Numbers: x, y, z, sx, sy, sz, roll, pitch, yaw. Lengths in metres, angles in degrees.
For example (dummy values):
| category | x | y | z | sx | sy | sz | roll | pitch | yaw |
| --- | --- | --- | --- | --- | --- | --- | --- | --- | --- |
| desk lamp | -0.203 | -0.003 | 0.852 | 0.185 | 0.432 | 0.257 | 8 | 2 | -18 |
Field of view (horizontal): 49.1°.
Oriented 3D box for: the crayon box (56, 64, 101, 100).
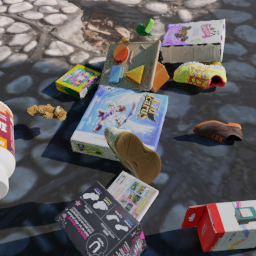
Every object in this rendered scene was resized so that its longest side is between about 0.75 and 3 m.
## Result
| category | x | y | z | sx | sy | sz | roll | pitch | yaw |
| --- | --- | --- | --- | --- | --- | --- | --- | --- | --- |
| crayon box | -1.807 | -1.733 | 10.377 | 1.136 | 0.384 | 1.317 | 24 | 51 | 23 |

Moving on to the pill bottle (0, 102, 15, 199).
| category | x | y | z | sx | sy | sz | roll | pitch | yaw |
| --- | --- | --- | --- | --- | --- | --- | --- | --- | --- |
| pill bottle | -3.834 | 0.567 | 7.470 | 1.522 | 1.522 | 2.694 | -13 | 49 | -12 |

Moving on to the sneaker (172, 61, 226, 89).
| category | x | y | z | sx | sy | sz | roll | pitch | yaw |
| --- | --- | --- | --- | --- | --- | --- | --- | --- | --- |
| sneaker | 2.658 | -1.848 | 10.221 | 2.040 | 0.797 | 0.921 | -2 | 50 | -2 |

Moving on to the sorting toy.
| category | x | y | z | sx | sy | sz | roll | pitch | yaw |
| --- | --- | --- | --- | --- | --- | --- | --- | --- | --- |
| sorting toy | 0.090 | -2.688 | 10.083 | 2.152 | 0.429 | 2.912 | 3 | 69 | 26 |

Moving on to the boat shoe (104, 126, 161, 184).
| category | x | y | z | sx | sy | sz | roll | pitch | yaw |
| --- | --- | --- | --- | --- | --- | --- | --- | --- | --- |
| boat shoe | 0.134 | 0.599 | 6.234 | 0.633 | 1.948 | 0.703 | 29 | 77 | 43 |

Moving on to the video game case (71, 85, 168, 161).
| category | x | y | z | sx | sy | sz | roll | pitch | yaw |
| --- | --- | --- | --- | --- | --- | --- | --- | --- | --- |
| video game case | -0.150 | -0.192 | 8.800 | 2.417 | 0.606 | 2.667 | 12 | 48 | 10 |

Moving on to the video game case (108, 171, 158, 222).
| category | x | y | z | sx | sy | sz | roll | pitch | yaw |
| --- | --- | --- | --- | --- | --- | --- | --- | --- | --- |
| video game case | -0.019 | 1.839 | 7.231 | 1.155 | 0.150 | 1.269 | 26 | 52 | 22 |

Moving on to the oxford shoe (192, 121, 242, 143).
| category | x | y | z | sx | sy | sz | roll | pitch | yaw |
| --- | --- | --- | --- | --- | --- | --- | --- | --- | --- |
| oxford shoe | 2.749 | 0.146 | 8.554 | 1.520 | 0.541 | 0.551 | 0 | 52 | 0 |

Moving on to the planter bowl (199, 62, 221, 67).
| category | x | y | z | sx | sy | sz | roll | pitch | yaw |
| --- | --- | --- | --- | --- | --- | --- | --- | --- | --- |
| planter bowl | 3.360 | -2.770 | 11.347 | 0.909 | 0.378 | 0.909 | 0 | 47 | 0 |

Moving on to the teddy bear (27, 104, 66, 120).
| category | x | y | z | sx | sy | sz | roll | pitch | yaw |
| --- | --- | --- | --- | --- | --- | --- | --- | --- | --- |
| teddy bear | -2.455 | -0.524 | 8.492 | 1.152 | 0.384 | 0.835 | 13 | 13 | 14 |

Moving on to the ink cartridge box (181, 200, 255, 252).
| category | x | y | z | sx | sy | sz | roll | pitch | yaw |
| --- | --- | --- | --- | --- | --- | --- | --- | --- | --- |
| ink cartridge box | 2.276 | 2.189 | 6.213 | 1.987 | 1.154 | 0.668 | -4 | 47 | -4 |

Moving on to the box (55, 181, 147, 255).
| category | x | y | z | sx | sy | sz | roll | pitch | yaw |
| --- | --- | --- | --- | --- | --- | --- | --- | --- | --- |
| box | -0.466 | 2.174 | 5.651 | 1.083 | 1.888 | 1.248 | -40 | 58 | -20 |

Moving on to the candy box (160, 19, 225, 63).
| category | x | y | z | sx | sy | sz | roll | pitch | yaw |
| --- | --- | --- | --- | --- | --- | --- | --- | --- | --- |
| candy box | 2.669 | -3.517 | 11.390 | 2.348 | 0.840 | 1.970 | 3 | 45 | 21 |

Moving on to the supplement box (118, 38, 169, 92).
| category | x | y | z | sx | sy | sz | roll | pitch | yaw |
| --- | --- | --- | --- | --- | --- | --- | --- | --- | --- |
| supplement box | 0.384 | -2.410 | 10.547 | 0.820 | 0.848 | 2.464 | -46 | 56 | -2 |
